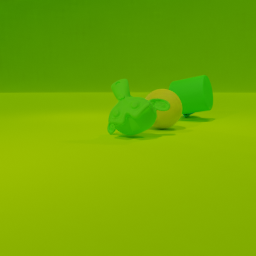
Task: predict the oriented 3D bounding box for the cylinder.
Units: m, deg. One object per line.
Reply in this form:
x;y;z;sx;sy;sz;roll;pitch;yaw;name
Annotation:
2.437;-1.250;10.788;1.339;1.339;1.339;-7;3;31;cylinder

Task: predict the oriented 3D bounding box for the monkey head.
0.075;-0.504;7.096;1.826;1.314;1.100;-23;-19;16;monkey head

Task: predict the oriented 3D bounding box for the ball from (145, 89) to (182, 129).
1.038;-0.582;8.549;1.212;1.212;1.212;0;8;0;ball

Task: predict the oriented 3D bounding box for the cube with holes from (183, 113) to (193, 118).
2.613;-0.960;12.192;0.710;0.710;0.710;-28;4;9;cube with holes
